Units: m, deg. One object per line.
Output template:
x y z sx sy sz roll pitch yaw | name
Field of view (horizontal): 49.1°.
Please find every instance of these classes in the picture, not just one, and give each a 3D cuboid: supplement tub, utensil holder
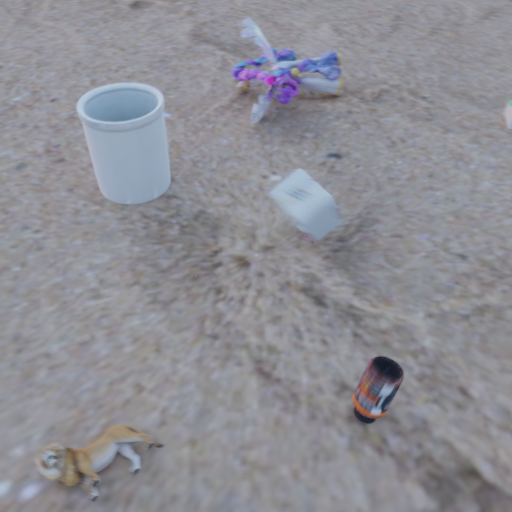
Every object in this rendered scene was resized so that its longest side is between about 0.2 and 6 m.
1.397 1.601 6.564 0.437 0.817 0.437 9 34 -6 | supplement tub
-2.232 -1.939 9.763 1.409 1.658 1.409 0 44 0 | utensil holder

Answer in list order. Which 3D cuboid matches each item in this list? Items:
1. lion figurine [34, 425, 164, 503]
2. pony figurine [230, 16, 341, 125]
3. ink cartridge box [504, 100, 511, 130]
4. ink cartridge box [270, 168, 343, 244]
-1.761 2.225 6.315 1.259 0.456 0.771 -19 37 -38 | lion figurine
0.549 -3.823 11.883 2.485 2.069 2.399 1 11 6 | pony figurine
5.751 -2.934 11.749 0.893 0.375 0.652 6 44 6 | ink cartridge box
0.794 -0.798 8.869 0.646 0.649 0.893 -39 49 1 | ink cartridge box
